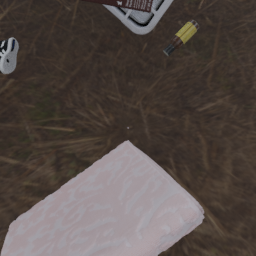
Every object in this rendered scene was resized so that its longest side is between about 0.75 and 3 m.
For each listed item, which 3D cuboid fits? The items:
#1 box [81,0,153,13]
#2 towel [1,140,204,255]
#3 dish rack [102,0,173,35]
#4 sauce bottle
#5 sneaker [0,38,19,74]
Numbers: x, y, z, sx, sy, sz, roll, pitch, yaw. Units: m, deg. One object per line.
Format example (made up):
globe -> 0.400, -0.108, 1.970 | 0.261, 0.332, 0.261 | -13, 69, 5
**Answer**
box -> -0.175, -1.908, 3.691 | 1.070, 0.536, 0.401 | 6, 30, -9
towel -> -0.604, 1.322, 3.817 | 2.602, 2.485, 0.419 | -36, 109, -6
dish rack -> 0.089, -3.878, 6.478 | 2.756, 2.366, 0.600 | 42, 39, 1
sauce bottle -> 1.110, -1.901, 5.947 | 0.872, 0.282, 0.282 | -43, 70, 4
sneaker -> -2.885, -1.580, 6.407 | 0.586, 0.382, 1.047 | -11, 55, 16
